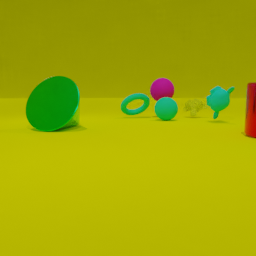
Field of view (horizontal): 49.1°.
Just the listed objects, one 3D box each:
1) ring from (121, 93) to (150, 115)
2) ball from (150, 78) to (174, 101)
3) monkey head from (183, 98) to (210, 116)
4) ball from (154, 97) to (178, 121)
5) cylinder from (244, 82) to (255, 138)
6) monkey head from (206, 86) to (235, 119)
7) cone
[{"bbox_3d":[0.312,-0.996,11.952,1.292,0.258,1.292,-13,-33,-8],"label":"ring"},{"bbox_3d":[1.481,-1.635,12.124,1.050,1.050,1.050,0,7,0],"label":"ball"},{"bbox_3d":[2.898,-0.853,12.130,1.189,0.855,0.716,-7,-18,29],"label":"monkey head"},{"bbox_3d":[1.465,-0.732,10.760,0.899,0.899,0.899,0,7,0],"label":"ball"},{"bbox_3d":[3.386,-0.436,6.479,1.232,1.232,1.232,-1,10,0],"label":"cylinder"},{"bbox_3d":[3.317,-0.989,9.947,0.942,1.309,0.789,1,35,-36],"label":"monkey head"},{"bbox_3d":[-1.845,-0.412,8.424,1.676,1.676,1.682,2,-19,19],"label":"cone"}]
